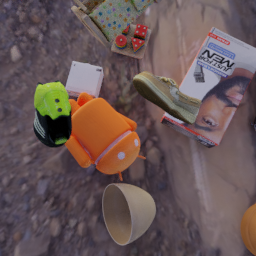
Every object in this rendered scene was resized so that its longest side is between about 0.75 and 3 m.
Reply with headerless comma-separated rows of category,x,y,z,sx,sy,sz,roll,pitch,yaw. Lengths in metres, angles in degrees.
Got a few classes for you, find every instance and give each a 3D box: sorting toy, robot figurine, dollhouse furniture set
sorting toy,0.106,-2.751,8.591,1.014,0.353,1.008,16,79,3
robot figurine,-0.660,0.185,7.447,1.436,1.771,2.462,-45,81,13
dollhouse furniture set,-0.311,-3.512,5.801,2.620,2.317,1.457,-41,38,4

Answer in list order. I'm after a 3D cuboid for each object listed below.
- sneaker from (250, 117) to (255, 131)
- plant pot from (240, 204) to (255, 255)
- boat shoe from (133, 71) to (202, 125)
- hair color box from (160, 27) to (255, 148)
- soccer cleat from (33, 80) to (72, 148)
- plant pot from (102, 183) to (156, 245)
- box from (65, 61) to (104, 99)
sneaker,4.088,0.022,7.999,1.167,0.440,0.664,37,81,13
plant pot,3.821,2.692,7.116,1.536,1.075,1.536,0,79,1
boat shoe,0.751,-0.594,4.900,0.642,1.760,0.554,28,90,47
hair color box,2.367,-1.129,7.960,1.660,0.957,2.993,28,81,5
soccer cleat,-1.419,0.011,5.402,0.747,2.213,0.897,-14,66,-19
plant pot,0.114,2.100,7.188,0.999,1.488,1.488,-4,77,-32
box,-1.254,-1.357,8.183,0.899,0.591,0.904,13,79,3
